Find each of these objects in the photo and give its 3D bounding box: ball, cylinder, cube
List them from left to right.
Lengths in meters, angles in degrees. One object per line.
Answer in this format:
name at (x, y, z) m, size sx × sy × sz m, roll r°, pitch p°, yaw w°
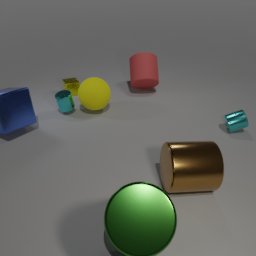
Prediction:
cube at (-4.554, -0.699, 10.548) m, size 1.400 × 1.400 × 1.400 m, roll 6°, pitch 22°, yaw 39°
cylinder at (-2.697, -1.156, 11.980) m, size 0.700 × 0.700 × 0.700 m, roll -5°, pitch 40°, yaw 4°
cube at (-2.812, -2.039, 13.935) m, size 0.700 × 0.700 × 0.700 m, roll -14°, pitch 33°, yaw -22°
ball at (-1.446, -1.470, 12.068) m, size 1.400 × 1.400 × 1.400 m, roll 0°, pitch 30°, yaw 0°
cylinder at (0.238, 1.928, 5.953) m, size 1.400 × 1.400 × 1.400 m, roll 0°, pitch 72°, yaw 0°
cylinder at (0.801, -2.830, 13.989) m, size 1.400 × 1.400 × 1.400 m, roll -3°, pitch -12°, yaw -1°
cylinder at (1.728, 1.072, 7.850) m, size 1.400 × 1.400 × 1.400 m, roll -1°, pitch 30°, yaw -7°
cylinder at (4.137, -0.270, 10.719) m, size 0.700 × 0.700 × 0.700 m, roll -19°, pitch 28°, yaw 12°
